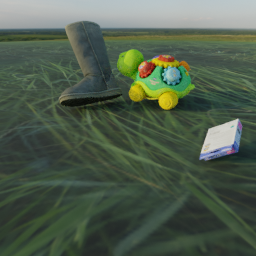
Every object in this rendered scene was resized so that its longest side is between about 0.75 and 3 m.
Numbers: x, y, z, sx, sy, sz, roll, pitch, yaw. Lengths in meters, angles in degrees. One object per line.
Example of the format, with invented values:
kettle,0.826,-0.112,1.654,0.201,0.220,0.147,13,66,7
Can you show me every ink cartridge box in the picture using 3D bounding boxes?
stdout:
ink cartridge box,1.978,0.290,5.920,0.725,0.255,1.216,-23,16,36

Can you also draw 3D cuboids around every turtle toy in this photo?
turtle toy,0.937,-1.863,9.931,2.972,1.502,2.166,17,30,21

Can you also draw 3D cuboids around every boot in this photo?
boot,-1.552,-2.261,9.581,2.612,2.873,1.043,-16,-2,-45
